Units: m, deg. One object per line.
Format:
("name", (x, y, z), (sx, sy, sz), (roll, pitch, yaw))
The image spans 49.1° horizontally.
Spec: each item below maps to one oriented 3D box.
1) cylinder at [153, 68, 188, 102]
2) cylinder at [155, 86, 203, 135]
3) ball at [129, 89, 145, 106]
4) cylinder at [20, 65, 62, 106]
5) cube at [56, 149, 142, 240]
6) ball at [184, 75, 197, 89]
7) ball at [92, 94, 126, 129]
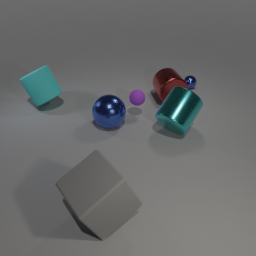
("cylinder", (2.028, -2.021, 13.583), (1.400, 1.400, 1.400), (-5, 33, -8))
("cylinder", (2.002, -0.680, 11.025), (1.400, 1.400, 1.400), (26, 76, 34))
("ball", (0.405, -1.310, 12.096), (0.700, 0.700, 0.700), (0, 33, 0))
("cylinder", (-3.973, -1.938, 12.867), (1.400, 1.400, 1.400), (-26, 18, 9))
("cube", (-0.731, 1.718, 7.278), (1.400, 1.400, 1.400), (-40, 46, -12))
("ball", (3.304, -2.448, 14.937), (0.700, 0.700, 0.700), (0, 33, 0))
("ball", (-0.776, -0.678, 11.530), (1.400, 1.400, 1.400), (0, 33, 0))
